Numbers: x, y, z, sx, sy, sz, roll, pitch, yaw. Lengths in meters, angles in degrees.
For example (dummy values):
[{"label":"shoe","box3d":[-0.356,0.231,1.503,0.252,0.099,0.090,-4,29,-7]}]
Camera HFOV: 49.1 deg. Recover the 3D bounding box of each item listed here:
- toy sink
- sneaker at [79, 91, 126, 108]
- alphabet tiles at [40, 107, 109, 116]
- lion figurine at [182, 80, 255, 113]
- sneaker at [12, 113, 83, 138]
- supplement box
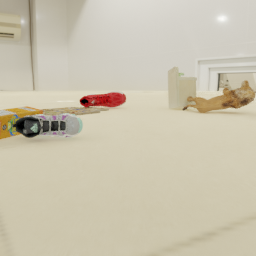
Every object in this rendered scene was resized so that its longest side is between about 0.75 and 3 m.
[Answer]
[{"label":"toy sink","box3d":[2.465,-1.808,12.691,0.996,1.779,1.159,-2,-1,-11]},{"label":"sneaker","box3d":[-1.221,-1.196,12.843,2.131,0.835,1.231,-6,13,19]},{"label":"alphabet tiles","box3d":[-2.308,-0.724,11.662,2.416,0.109,2.890,8,12,41]},{"label":"lion figurine","box3d":[3.554,-1.038,11.175,2.759,1.000,1.690,-21,12,12]},{"label":"sneaker","box3d":[-1.675,-0.006,5.590,1.371,0.533,0.959,-2,6,21]},{"label":"supplement box","box3d":[-2.676,-0.141,6.485,0.563,0.545,1.637,13,13,18]}]
